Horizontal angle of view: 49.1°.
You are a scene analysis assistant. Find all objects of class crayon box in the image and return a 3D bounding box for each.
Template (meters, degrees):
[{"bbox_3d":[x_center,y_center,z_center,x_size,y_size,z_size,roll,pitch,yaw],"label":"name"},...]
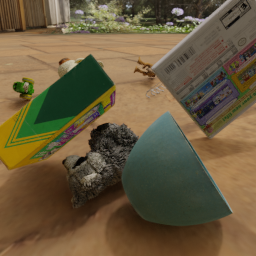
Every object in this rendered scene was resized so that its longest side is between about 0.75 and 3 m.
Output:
[{"bbox_3d":[-1.114,-0.181,4.832,1.863,0.630,2.160,-39,0,-4],"label":"crayon box"}]

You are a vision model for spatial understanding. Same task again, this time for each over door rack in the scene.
[{"bbox_3d":[1.267,-1.578,10.193,0.400,1.200,0.887,49,38,9],"label":"over door rack"}]

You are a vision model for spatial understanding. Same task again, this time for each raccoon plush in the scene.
[{"bbox_3d":[-0.012,0.720,4.722,2.113,1.022,1.416,7,38,0],"label":"raccoon plush"}]

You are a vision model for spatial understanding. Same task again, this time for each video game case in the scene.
[{"bbox_3d":[2.204,-1.335,6.376,2.558,2.329,0.282,-41,21,8],"label":"video game case"}]

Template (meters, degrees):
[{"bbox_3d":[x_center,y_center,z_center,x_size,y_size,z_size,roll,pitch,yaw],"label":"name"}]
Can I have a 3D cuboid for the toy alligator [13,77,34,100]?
[{"bbox_3d":[-3.558,-1.357,9.372,0.641,0.700,2.361,9,2,-14],"label":"toy alligator"}]

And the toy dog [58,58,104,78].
[{"bbox_3d":[-1.460,-1.452,7.937,1.357,0.977,1.400,-29,40,-23],"label":"toy dog"}]

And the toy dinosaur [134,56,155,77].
[{"bbox_3d":[1.005,-2.542,12.245,1.354,0.770,2.548,18,14,-5],"label":"toy dinosaur"}]

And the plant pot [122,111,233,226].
[{"bbox_3d":[0.565,0.733,4.083,1.111,1.650,1.650,-32,20,10],"label":"plant pot"}]
